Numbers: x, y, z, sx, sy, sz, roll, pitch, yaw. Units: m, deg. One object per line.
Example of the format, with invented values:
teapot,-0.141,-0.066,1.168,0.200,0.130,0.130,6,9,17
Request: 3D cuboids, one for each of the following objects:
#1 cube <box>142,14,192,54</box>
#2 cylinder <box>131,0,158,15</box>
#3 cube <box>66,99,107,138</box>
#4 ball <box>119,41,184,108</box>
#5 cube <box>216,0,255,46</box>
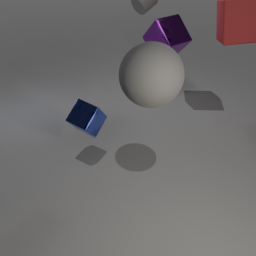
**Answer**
cube,1.784,-4.133,12.903,1.400,1.400,1.400,-24,-5,-28
cylinder,0.588,-4.528,9.967,0.700,0.700,0.700,-43,44,-10
cube,-1.115,-0.259,7.611,0.700,0.700,0.700,25,81,22
ball,0.500,-1.133,6.017,1.400,1.400,1.400,0,31,0
cube,3.806,-3.643,9.403,1.400,1.400,1.400,-3,24,9
